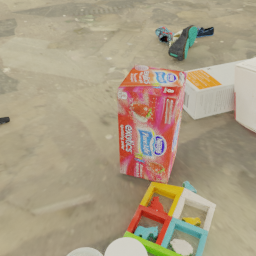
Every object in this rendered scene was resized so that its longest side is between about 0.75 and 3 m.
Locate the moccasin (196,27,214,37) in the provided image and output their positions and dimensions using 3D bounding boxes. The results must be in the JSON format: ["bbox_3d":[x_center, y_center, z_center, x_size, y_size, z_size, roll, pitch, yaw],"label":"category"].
[{"bbox_3d":[3.829,-5.053,14.598,1.369,0.467,0.551,-13,41,-16],"label":"moccasin"}]

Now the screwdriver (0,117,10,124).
[{"bbox_3d":[-4.443,-0.119,8.683,1.483,0.207,0.216,-15,11,-22],"label":"screwdriver"}]

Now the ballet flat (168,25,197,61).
[{"bbox_3d":[2.473,-4.016,12.919,1.050,1.050,2.874,13,44,16],"label":"ballet flat"}]

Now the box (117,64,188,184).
[{"bbox_3d":[0.552,-0.041,6.701,1.292,2.592,1.237,12,40,14],"label":"box"}]

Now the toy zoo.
[{"bbox_3d":[0.919,2.045,5.997,1.563,0.244,2.382,16,42,19],"label":"toy zoo"}]

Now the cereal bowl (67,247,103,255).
[{"bbox_3d":[-0.805,2.675,5.129,0.863,0.359,0.863,0,39,0],"label":"cereal bowl"}]

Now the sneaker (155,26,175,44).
[{"bbox_3d":[1.762,-4.618,13.970,0.712,0.591,1.490,-25,46,-25],"label":"sneaker"}]

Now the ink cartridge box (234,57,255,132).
[{"bbox_3d":[4.640,-1.284,8.405,2.677,1.961,1.108,-21,31,-13],"label":"ink cartridge box"}]

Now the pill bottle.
[{"bbox_3d":[-0.023,2.441,4.506,0.842,1.498,0.842,0,39,0],"label":"pill bottle"}]

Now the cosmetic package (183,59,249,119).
[{"bbox_3d":[3.231,-1.374,9.474,2.958,1.054,1.501,-13,37,-14],"label":"cosmetic package"}]
